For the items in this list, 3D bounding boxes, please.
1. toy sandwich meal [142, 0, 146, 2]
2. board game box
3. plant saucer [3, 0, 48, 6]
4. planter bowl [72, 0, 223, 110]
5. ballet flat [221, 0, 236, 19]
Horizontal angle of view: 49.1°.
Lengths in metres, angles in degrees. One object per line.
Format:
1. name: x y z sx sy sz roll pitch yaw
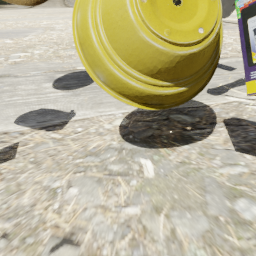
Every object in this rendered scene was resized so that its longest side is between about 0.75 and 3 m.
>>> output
1. toy sandwich meal: 0.573 -2.467 6.867 0.644 1.880 1.880 -35 25 13
2. board game box: 2.601 -1.415 3.932 0.560 1.632 1.975 -7 0 -34
3. plant saucer: -2.950 -4.106 7.225 2.132 0.377 2.132 16 57 -26
4. planter bowl: 0.595 -1.840 4.649 2.945 2.945 1.227 -8 -3 -15
5. ballet flat: 2.910 -3.711 6.970 2.585 0.871 0.599 -47 36 -2
